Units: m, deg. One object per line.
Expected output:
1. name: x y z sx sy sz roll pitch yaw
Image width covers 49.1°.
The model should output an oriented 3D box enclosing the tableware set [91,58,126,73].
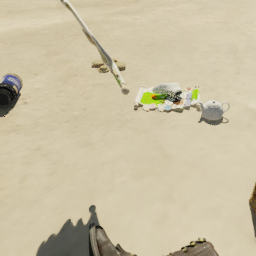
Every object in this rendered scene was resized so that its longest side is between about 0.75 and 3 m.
1. tableware set: -0.864 -2.858 12.615 1.527 0.177 1.276 -11 35 -16

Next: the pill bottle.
1. pill bottle: -4.241 -1.331 9.863 0.751 0.751 1.342 -2 35 -3

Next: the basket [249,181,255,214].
1. basket: 3.385 1.457 4.930 1.574 1.643 2.205 -5 34 0

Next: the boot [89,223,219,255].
1. boot: 0.535 2.311 4.640 2.018 0.802 2.318 -15 45 -25

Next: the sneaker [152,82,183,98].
1. sneaker: 1.434 -1.317 9.998 1.032 0.380 0.596 -13 43 -9

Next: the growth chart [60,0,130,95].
1. growth chart: -0.853 -1.933 5.446 0.227 2.558 1.851 -35 32 6

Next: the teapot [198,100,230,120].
1. teapot: 2.758 -0.644 9.040 0.751 0.549 0.741 -27 43 -35

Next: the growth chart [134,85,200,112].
1. growth chart: 1.437 -1.089 10.009 2.423 0.215 1.753 1 35 3
